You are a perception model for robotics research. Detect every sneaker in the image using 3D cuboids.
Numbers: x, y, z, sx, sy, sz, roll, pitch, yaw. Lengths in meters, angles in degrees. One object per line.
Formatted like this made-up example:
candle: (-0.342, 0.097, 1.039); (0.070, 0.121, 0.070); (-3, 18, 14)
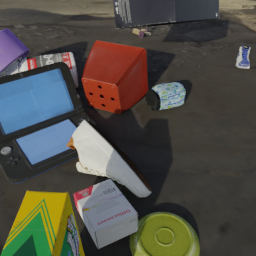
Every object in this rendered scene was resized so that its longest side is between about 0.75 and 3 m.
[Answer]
sneaker: (4.886, -3.070, 11.876); (0.514, 0.735, 1.273); (6, 38, 10)
sneaker: (-0.527, 0.938, 6.764); (2.485, 0.905, 1.052); (42, 92, 26)

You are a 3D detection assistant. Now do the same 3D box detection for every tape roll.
tape roll: (-4.545, -2.254, 9.589); (2.265, 0.962, 2.265); (-39, 17, 15)

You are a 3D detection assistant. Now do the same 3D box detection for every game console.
game console: (-2.311, -0.319, 7.524); (2.856, 1.690, 2.438); (-25, 44, -27)

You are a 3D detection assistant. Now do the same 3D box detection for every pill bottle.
pill bottle: (-2.997, -1.909, 9.922); (2.271, 1.293, 1.293); (-11, 39, -13)

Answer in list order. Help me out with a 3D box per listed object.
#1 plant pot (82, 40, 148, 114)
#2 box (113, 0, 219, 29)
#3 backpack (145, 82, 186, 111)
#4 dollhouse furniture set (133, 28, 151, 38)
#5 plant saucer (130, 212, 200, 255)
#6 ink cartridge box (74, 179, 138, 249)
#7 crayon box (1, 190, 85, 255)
plant pot: (-0.505, -1.520, 9.176); (1.825, 1.827, 1.610); (16, 52, 19)
box: (1.226, -3.936, 8.770); (2.321, 1.327, 2.549); (13, 26, 41)
backpack: (1.319, -1.057, 9.274); (1.208, 0.929, 0.985); (3, 28, -20)
dollhouse furniture set: (0.776, -5.214, 14.824); (0.671, 0.749, 0.946); (-10, 33, -38)
plant saucer: (0.719, 2.178, 5.489); (1.382, 0.215, 1.382); (-1, 38, 0)
ink cartridge box: (-0.473, 1.696, 5.719); (0.905, 0.525, 1.226); (-17, 32, -22)
crayon box: (-1.077, 2.283, 3.679); (0.649, 2.226, 1.920); (-1, 37, 2)
